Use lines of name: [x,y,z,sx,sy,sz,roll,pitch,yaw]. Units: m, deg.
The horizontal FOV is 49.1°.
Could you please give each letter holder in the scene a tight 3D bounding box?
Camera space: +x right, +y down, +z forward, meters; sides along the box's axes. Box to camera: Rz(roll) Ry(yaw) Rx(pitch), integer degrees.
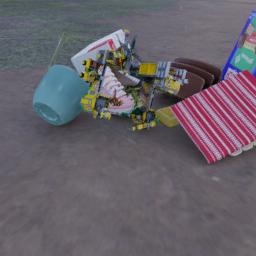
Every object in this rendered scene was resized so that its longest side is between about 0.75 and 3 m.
letter holder: [1.858,-1.635,9.061,1.934,1.375,0.973,29,13,39]

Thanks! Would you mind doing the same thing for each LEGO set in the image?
LEGO set: [0.293,-0.917,6.844,1.546,2.052,2.668,15,-6,46]

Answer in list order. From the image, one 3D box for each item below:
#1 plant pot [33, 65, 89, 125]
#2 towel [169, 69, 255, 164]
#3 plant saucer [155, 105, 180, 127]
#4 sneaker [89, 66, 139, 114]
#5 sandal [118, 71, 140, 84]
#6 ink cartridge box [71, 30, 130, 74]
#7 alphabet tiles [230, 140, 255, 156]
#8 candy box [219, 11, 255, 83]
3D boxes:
plant pot: [-1.908,-0.801,7.802,1.477,1.477,1.185,15,56,24]
towel: [2.594,-0.373,7.062,2.561,0.288,1.852,-26,59,-10]
plant saucer: [1.331,-0.409,8.404,0.903,0.219,0.903,-18,35,-26]
sneaker: [-0.624,-1.285,8.735,0.902,1.253,2.397,-27,36,-32]
sandal: [-0.059,-2.122,10.026,1.536,0.377,0.625,31,23,-17]
ink cartridge box: [-1.035,-3.088,11.636,1.724,1.000,2.389,-18,25,23]
alphabet tiles: [2.593,0.052,7.313,1.648,0.120,1.612,-22,39,-11]
candy box: [3.962,-1.962,8.537,1.013,2.629,2.223,13,29,-10]
